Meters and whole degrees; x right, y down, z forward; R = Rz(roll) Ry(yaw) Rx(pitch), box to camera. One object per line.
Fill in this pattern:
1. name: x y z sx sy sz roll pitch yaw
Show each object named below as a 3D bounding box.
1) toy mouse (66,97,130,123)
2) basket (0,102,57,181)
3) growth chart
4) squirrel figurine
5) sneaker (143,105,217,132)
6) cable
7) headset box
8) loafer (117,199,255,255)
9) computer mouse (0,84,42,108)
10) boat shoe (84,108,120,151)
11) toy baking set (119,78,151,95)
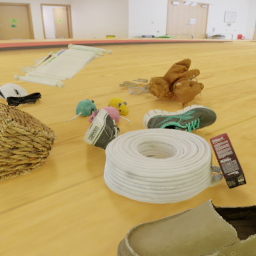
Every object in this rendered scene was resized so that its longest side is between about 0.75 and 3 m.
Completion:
1. toy mouse: -1.024 -0.629 9.608 2.332 0.508 2.624 -11 24 -25
2. basket: -2.772 0.435 6.762 1.466 1.531 2.055 25 2 -40
3. growth chart: -2.187 -2.206 9.502 2.129 0.261 2.942 18 45 25
4. squirrel figurine: 1.900 -1.546 11.123 2.218 1.569 2.070 -12 31 9
5. sneaker: 1.558 -0.052 8.019 2.169 0.841 0.989 -9 33 -4
6. cable: 0.625 0.700 5.884 2.262 0.783 2.262 19 29 40
7. headset box: 1.963 0.617 5.545 0.376 0.726 0.975 -23 57 15
8. loafer: 1.041 1.463 3.926 2.421 0.816 0.920 -4 22 -11
9. computer mouse: -4.717 -1.457 11.619 1.419 0.568 2.587 -20 29 -38
10. boat shoe: -0.664 0.099 7.577 0.761 0.845 2.389 32 10 -9
11. toy baking set: 0.775 -1.922 13.236 2.058 0.312 2.681 -13 25 -22
